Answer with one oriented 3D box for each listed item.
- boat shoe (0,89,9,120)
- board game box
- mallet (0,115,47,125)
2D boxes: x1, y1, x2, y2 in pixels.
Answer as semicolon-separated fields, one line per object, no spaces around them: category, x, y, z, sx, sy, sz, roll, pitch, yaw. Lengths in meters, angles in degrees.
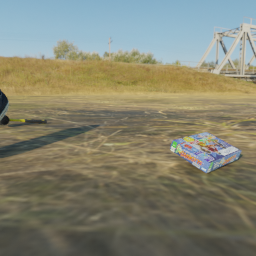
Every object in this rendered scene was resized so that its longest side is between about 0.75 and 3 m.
boat shoe;-2.469;-0.176;4.653;0.679;0.566;1.820;-6;36;-1
board game box;1.120;0.314;3.989;0.922;0.159;0.624;-9;32;-44
mallet;-3.201;-0.231;8.383;0.497;0.310;1.508;11;6;40
